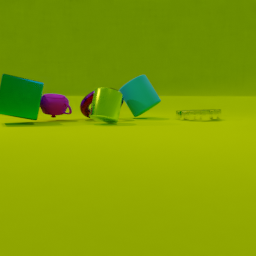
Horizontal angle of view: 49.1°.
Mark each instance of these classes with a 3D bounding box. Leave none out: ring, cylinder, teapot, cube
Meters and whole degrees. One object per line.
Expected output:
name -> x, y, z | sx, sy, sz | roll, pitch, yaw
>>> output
ring -> -0.988, -0.909, 10.661 | 1.721, 0.344, 1.721 | -16, -27, -8
cylinder -> -0.715, -0.729, 9.237 | 0.958, 0.958, 0.958 | 10, -10, 2
cylinder -> 0.480, -1.285, 11.324 | 1.264, 1.264, 1.264 | -31, -3, -2
teapot -> -2.799, -0.814, 10.413 | 1.735, 0.849, 1.079 | 14, 17, 23
cube -> -3.628, -0.980, 9.351 | 1.257, 1.257, 1.257 | 11, -2, -24

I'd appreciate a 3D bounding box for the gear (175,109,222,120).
gear -> 2.759, -0.541, 10.996 | 1.736, 0.321, 1.736 | -2, 5, 0
